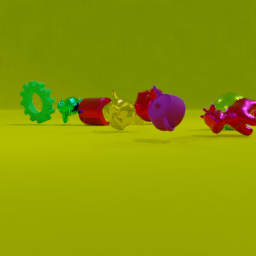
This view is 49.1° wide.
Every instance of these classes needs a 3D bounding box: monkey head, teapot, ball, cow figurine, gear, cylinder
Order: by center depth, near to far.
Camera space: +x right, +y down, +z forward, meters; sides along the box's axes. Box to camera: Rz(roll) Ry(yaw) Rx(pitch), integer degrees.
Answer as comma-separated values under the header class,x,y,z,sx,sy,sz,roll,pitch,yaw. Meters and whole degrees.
class,x,y,z,sx,sy,sz,roll,pitch,yaw
teapot,0.657,-0.346,5.082,0.701,1.127,0.552,-36,-51,25
cow figurine,2.253,-0.301,6.112,1.136,0.634,1.155,27,57,19
monkey head,-0.167,-0.446,6.958,0.768,1.274,0.916,-37,-16,-21
ball,2.847,-0.466,7.754,1.029,1.029,1.029,0,4,0
cylinder,-1.085,-0.585,9.779,0.960,0.960,0.960,3,5,34
monkey head,-2.064,-0.640,10.099,0.806,0.962,1.337,0,24,12
gear,-3.281,-0.927,10.113,1.508,1.508,0.279,2,17,31
monkey head,0.848,-0.827,10.298,1.931,1.164,1.389,16,-9,-3
